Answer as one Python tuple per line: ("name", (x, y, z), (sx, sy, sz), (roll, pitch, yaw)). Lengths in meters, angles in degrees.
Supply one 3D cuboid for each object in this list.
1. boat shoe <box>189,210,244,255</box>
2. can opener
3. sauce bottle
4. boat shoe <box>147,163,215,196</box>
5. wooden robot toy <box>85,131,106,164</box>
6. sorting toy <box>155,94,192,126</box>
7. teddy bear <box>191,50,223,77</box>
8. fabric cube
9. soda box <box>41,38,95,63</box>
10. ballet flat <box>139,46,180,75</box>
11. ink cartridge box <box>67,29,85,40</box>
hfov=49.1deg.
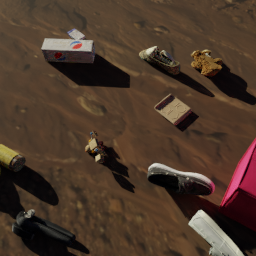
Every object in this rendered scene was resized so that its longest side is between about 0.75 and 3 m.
("boat shoe", (2.906, 3.757, 8.953), (0.828, 0.811, 2.324), (-43, 67, 0))
("can opener", (-2.758, 3.340, 9.312), (2.174, 0.855, 0.689), (15, 19, 6))
("sauce bottle", (-4.948, 0.962, 10.781), (2.107, 0.682, 0.682), (24, 60, 18))
("boat shoe", (1.800, 1.935, 9.808), (2.397, 0.838, 0.794), (20, 31, 11))
("wooden robot toy", (-1.342, 0.830, 11.056), (0.677, 0.657, 1.491), (-35, 57, 20))
("sorting toy", (1.962, -0.797, 12.229), (1.155, 0.228, 1.248), (-39, 69, -22))
("teddy bear", (3.797, -3.145, 13.600), (1.437, 0.662, 1.981), (-19, 51, -21))
("fabric cube", (4.693, 2.019, 9.079), (2.362, 2.324, 2.369), (27, 61, 17))
("soda box", (-2.913, -3.824, 13.869), (2.468, 0.786, 0.840), (3, 57, 2))
("ballet flat", (1.568, -3.433, 13.553), (2.339, 0.881, 0.793), (35, 62, 21))
("ink cartridge box", (-2.774, -4.956, 14.984), (0.884, 0.186, 0.528), (41, 65, 20))
